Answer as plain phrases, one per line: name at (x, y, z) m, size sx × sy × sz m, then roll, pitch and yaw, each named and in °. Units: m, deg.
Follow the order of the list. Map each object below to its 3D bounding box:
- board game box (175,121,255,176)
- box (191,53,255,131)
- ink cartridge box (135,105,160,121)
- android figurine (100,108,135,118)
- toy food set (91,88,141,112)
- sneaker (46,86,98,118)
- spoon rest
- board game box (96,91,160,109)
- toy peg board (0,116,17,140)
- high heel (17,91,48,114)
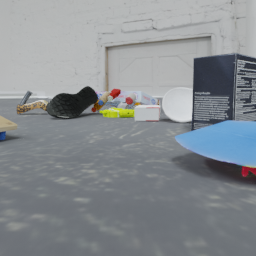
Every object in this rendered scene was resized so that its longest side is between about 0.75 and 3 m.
board game box at (1.915, 0.374, 4.188) m, size 2.364 × 0.460 × 1.868 m, roll -13°, pitch 20°, yaw -40°
box at (2.713, -0.883, 7.511) m, size 1.221 × 1.966 × 1.982 m, roll 8°, pitch 11°, yaw 43°
ink cartridge box at (0.758, -0.571, 10.557) m, size 0.902 × 0.509 × 1.229 m, roll 1°, pitch 8°, yaw 9°
android figurine at (-0.349, -0.650, 11.836) m, size 1.658 × 0.341 × 1.509 m, roll -1°, pitch 8°, yaw -18°
toy food set at (-0.536, -1.095, 12.644) m, size 2.180 × 1.041 × 0.981 m, roll 13°, pitch 34°, yaw 16°
sneaker at (-2.458, -0.823, 11.779) m, size 1.265 × 1.094 × 2.889 m, roll -32°, pitch -1°, yaw 33°
spoon rest at (2.586, -0.772, 9.760) m, size 2.802 × 1.392 × 0.849 m, roll 4°, pitch -26°, yaw -3°
board game box at (-0.030, -1.398, 14.508) m, size 2.695 × 0.556 × 2.702 m, roll 3°, pitch -2°, yaw 25°
toy peg board at (-3.380, 0.083, 6.195) m, size 1.241 × 0.610 × 1.246 m, roll 22°, pitch 19°, yaw 28°
high heel at (-4.172, -0.775, 12.761) m, size 1.659 × 1.182 × 0.592 m, roll 34°, pitch 5°, yaw -6°
